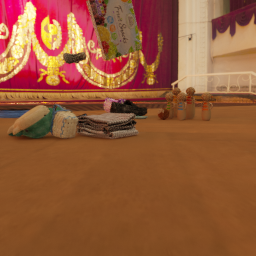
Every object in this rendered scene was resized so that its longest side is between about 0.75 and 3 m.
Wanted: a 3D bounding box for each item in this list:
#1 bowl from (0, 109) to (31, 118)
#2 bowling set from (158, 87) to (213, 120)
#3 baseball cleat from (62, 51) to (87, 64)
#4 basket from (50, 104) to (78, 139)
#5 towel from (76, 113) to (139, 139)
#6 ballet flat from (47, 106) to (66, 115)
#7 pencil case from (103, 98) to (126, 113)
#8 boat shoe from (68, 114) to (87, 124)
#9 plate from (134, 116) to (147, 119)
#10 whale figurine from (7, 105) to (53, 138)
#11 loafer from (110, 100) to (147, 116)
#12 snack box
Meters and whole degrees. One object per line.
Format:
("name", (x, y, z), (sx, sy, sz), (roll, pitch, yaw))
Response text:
("bowl", (-5.499, -0.720, 13.666), (1.772, 0.348, 1.772), (0, 7, 0))
("bowling set", (2.195, -1.075, 12.036), (1.827, 1.410, 2.626), (-4, 7, -32))
("baseball cleat", (-2.193, -2.996, 11.684), (0.774, 0.507, 1.454), (-21, 11, 14))
("basket", (-1.615, -0.114, 6.790), (0.835, 0.736, 0.581), (27, 21, 33))
("towel", (-0.533, -0.092, 7.137), (1.309, 0.560, 1.084), (6, 9, 41))
("ballet flat", (-3.294, -0.718, 13.206), (1.631, 0.564, 0.580), (4, -12, 37))
("pencil case", (-0.621, -1.178, 15.009), (0.907, 0.924, 2.161), (-26, 17, -20))
("boat shoe", (-1.955, -0.307, 9.581), (0.534, 0.436, 1.269), (6, 9, 42))
("plate", (0.518, -0.460, 12.480), (0.767, 0.098, 0.767), (1, 7, 0))
("whale figurine", (-2.367, -0.035, 6.848), (1.303, 0.676, 1.037), (-21, 22, 33))
("loafer", (0.099, -0.918, 13.169), (0.803, 0.830, 2.363), (2, 5, 42))
("snack box", (-0.460, -3.719, 10.194), (1.508, 2.121, 0.562), (-22, 26, -13))
